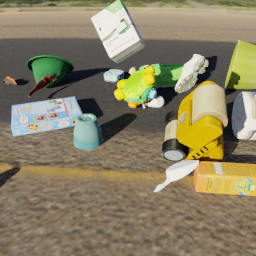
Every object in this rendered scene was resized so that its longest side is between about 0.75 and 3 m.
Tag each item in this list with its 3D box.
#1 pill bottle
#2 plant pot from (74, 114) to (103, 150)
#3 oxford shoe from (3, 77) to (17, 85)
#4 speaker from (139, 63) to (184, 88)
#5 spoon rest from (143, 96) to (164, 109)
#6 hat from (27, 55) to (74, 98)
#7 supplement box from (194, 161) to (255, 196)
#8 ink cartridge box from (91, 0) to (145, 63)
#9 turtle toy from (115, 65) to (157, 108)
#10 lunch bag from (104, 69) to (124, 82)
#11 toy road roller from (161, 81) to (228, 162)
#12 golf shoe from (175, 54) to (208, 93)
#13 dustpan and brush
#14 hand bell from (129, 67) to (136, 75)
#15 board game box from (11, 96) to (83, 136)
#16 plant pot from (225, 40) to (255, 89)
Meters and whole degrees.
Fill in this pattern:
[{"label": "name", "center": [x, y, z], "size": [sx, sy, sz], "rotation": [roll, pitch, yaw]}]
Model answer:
[{"label": "pill bottle", "center": [5.625, -0.400, 10.439], "size": [2.992, 1.791, 1.791], "rotation": [4, 29, 4]}, {"label": "plant pot", "center": [-1.506, 0.075, 10.344], "size": [1.108, 1.041, 1.108], "rotation": [-1, 29, 0]}, {"label": "oxford shoe", "center": [-6.651, -2.560, 15.834], "size": [1.123, 0.400, 0.407], "rotation": [23, 59, 40]}, {"label": "speaker", "center": [2.102, -2.861, 15.367], "size": [2.899, 1.282, 1.282], "rotation": [-3, 29, -6]}, {"label": "spoon rest", "center": [1.196, -1.169, 13.208], "size": [1.098, 0.546, 0.333], "rotation": [-17, 2, -11]}, {"label": "hat", "center": [-4.322, -2.286, 15.222], "size": [2.908, 2.560, 2.408], "rotation": [5, -17, -37]}, {"label": "supplement box", "center": [3.035, 1.474, 8.193], "size": [2.098, 0.698, 0.722], "rotation": [1, 29, 4]}, {"label": "ink cartridge box", "center": [-0.378, -3.765, 11.027], "size": [1.390, 1.903, 0.802], "rotation": [-29, -11, 16]}, {"label": "turtle toy", "center": [0.593, -1.955, 13.487], "size": [2.013, 1.396, 2.762], "rotation": [-25, 25, 19]}, {"label": "lunch bag", "center": [-0.808, -3.083, 16.545], "size": [0.959, 0.492, 1.194], "rotation": [11, 31, 21]}, {"label": "toy road roller", "center": [2.418, 0.083, 8.821], "size": [1.987, 2.722, 1.673], "rotation": [23, 52, -15]}, {"label": "golf shoe", "center": [2.189, -1.966, 10.091], "size": [0.591, 1.510, 0.734], "rotation": [24, 25, -39]}, {"label": "dustpan and brush", "center": [1.355, 1.441, 8.423], "size": [1.507, 0.431, 1.051], "rotation": [-21, 1, -21]}, {"label": "hand bell", "center": [0.554, -3.218, 16.992], "size": [0.529, 0.529, 1.015], "rotation": [-18, 47, -29]}, {"label": "board game box", "center": [-3.481, -0.583, 12.042], "size": [2.810, 0.514, 2.126], "rotation": [-9, 31, -16]}, {"label": "plant pot", "center": [6.798, -3.035, 14.619], "size": [2.723, 2.548, 2.548], "rotation": [15, 32, 13]}]
